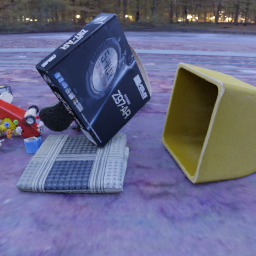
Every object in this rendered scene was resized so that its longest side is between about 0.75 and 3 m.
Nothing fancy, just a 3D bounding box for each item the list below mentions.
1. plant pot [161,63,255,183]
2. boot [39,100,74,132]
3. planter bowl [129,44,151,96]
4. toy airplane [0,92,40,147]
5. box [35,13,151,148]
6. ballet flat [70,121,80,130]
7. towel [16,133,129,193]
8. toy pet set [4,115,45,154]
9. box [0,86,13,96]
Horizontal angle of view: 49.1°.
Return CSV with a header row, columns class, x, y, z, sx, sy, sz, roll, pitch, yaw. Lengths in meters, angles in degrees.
class,x,y,z,sx,sy,sz,roll,pitch,yaw
plant pot,2.857,-0.198,8.038,2.711,2.651,2.633,3,23,-15
boot,-1.434,-1.277,9.694,2.697,1.077,2.967,-20,27,40
planter bowl,-0.460,-2.246,12.750,1.939,2.881,2.881,-21,15,24
toy airplane,-4.369,-0.384,9.429,2.304,1.633,2.314,46,26,18
box,-0.738,-1.203,7.731,2.345,2.927,0.637,-45,44,-19
ballet flat,-2.198,-0.590,11.067,0.890,0.864,2.501,-25,30,-10
towel,-1.376,0.951,8.060,2.727,0.489,2.833,-1,26,4
toy pet set,-3.097,0.245,8.752,1.133,1.058,0.602,-20,22,-37
box,-7.010,-1.375,12.461,2.594,0.649,2.614,7,22,35
